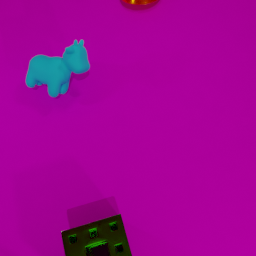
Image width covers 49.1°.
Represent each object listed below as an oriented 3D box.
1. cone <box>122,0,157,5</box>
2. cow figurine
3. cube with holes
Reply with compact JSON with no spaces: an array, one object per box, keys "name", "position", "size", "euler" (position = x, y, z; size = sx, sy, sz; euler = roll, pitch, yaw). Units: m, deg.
[{"name":"cone","position":[0.378,-4.823,8.627],"size":[1.413,1.418,1.413],"euler":[-4,50,4]},{"name":"cow figurine","position":[-1.804,-1.616,7.190],"size":[1.600,0.878,1.574],"euler":[22,113,10]},{"name":"cube with holes","position":[-0.539,2.565,5.668],"size":[1.183,1.183,1.183],"euler":[-15,67,-6]}]
